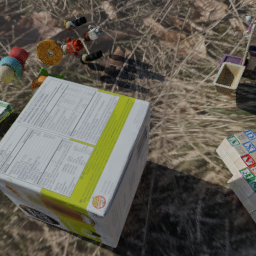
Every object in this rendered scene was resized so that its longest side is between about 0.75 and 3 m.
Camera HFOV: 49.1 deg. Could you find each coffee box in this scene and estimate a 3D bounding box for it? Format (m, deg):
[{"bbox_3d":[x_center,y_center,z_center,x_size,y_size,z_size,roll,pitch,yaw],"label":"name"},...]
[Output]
[{"bbox_3d":[-1.035,0.783,6.179,2.445,2.469,2.473,15,57,12],"label":"coffee box"}]

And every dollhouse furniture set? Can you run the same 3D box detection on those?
[{"bbox_3d":[3.651,-2.104,8.272,1.868,1.673,2.357,19,48,21],"label":"dollhouse furniture set"}]

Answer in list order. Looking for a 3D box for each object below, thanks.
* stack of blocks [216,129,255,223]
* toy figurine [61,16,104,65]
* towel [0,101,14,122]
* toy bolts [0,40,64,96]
[{"bbox_3d":[3.129,1.148,6.943,1.211,0.616,2.104,-15,58,-23],"label":"stack of blocks"},{"bbox_3d":[-1.480,-2.812,9.080,0.898,1.291,1.271,-5,78,41],"label":"toy figurine"},{"bbox_3d":[-3.154,0.010,5.595,1.158,0.238,1.552,16,59,29],"label":"towel"},{"bbox_3d":[-2.828,-1.695,8.096,1.782,1.702,1.236,18,39,-6],"label":"toy bolts"}]
